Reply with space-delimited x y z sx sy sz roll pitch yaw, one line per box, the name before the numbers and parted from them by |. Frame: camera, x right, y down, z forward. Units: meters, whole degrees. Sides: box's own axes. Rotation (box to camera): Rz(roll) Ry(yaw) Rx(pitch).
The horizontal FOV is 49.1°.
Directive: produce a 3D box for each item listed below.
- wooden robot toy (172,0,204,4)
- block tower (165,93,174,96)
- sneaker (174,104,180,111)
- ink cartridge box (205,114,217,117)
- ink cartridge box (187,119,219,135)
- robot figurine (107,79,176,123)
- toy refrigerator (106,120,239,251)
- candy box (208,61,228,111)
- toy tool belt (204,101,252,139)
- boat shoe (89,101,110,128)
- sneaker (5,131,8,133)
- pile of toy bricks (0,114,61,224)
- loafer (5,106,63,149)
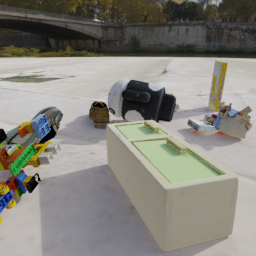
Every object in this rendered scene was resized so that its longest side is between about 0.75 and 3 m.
wooden robot toy | 1.348 -3.004 4.656 1.188 1.153 2.618 8 3 -32
block tower | 0.768 -1.087 11.153 2.068 0.598 0.558 -2 17 -2
sneaker | 1.528 -0.810 10.799 0.956 0.368 0.392 13 3 18
ink cartridge box | 3.168 -0.309 9.304 0.887 0.208 0.877 -4 16 -18
ink cartridge box | 2.358 0.025 8.327 0.990 0.248 0.803 15 14 -16
robot figurine | 0.401 -0.772 8.741 2.109 1.585 1.316 14 44 10
toy refrigerator | 0.489 0.651 4.831 1.090 1.005 2.872 -6 18 -17
candy box | 3.434 -1.629 10.771 0.241 1.827 0.934 3 18 -4
toy tool belt | 2.907 -0.345 8.017 0.925 0.910 1.481 16 13 -20
boat shoe | -0.917 -0.580 9.353 0.704 0.666 1.958 -5 18 -15
sneaker | -2.963 0.238 7.033 0.529 0.389 1.170 -12 7 34
pile of toy bricks | -2.250 0.559 4.721 1.179 1.325 2.388 -6 25 15
loafer | -2.173 0.195 6.955 0.769 0.879 2.446 26 27 5
